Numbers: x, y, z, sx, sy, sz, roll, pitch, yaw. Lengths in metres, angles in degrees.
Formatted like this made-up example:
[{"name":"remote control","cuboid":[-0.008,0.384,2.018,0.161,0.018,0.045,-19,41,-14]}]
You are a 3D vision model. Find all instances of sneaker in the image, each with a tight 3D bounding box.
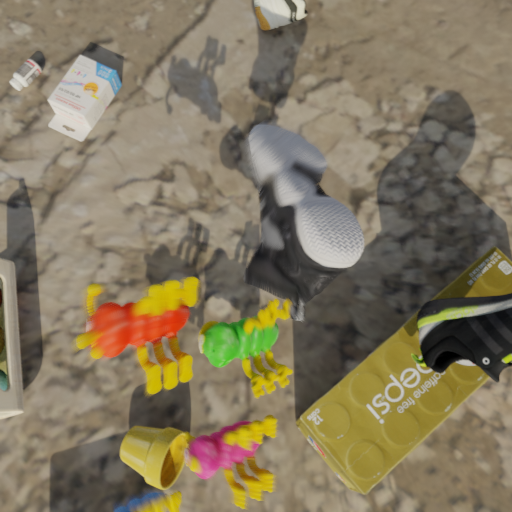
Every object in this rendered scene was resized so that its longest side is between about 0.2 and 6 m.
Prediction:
[{"name":"sneaker","cuboid":[3.296,1.112,7.238,0.948,2.643,1.095,27,62,-38]},{"name":"sneaker","cuboid":[0.275,-0.432,6.567,0.935,1.411,2.479,6,41,-28]},{"name":"sneaker","cuboid":[0.513,-5.941,11.629,1.140,0.983,2.600,-7,81,11]}]

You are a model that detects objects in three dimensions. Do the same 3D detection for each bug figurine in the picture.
[{"name":"bug figurine","cuboid":[-0.839,1.862,6.610,2.844,0.944,3.668,-5,107,-41]}]

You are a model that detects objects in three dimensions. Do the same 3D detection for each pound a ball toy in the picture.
[{"name":"pound a ball toy","cuboid":[-4.826,1.279,9.266,1.916,1.248,2.938,-19,70,20]}]

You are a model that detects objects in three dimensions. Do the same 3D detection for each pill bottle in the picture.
[{"name":"pill bottle","cuboid":[-4.626,-3.608,11.211,0.337,0.337,0.609,33,74,11]}]

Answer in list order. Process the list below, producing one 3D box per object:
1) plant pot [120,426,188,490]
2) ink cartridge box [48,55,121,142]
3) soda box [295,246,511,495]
[{"name":"plant pot","cuboid":[-1.620,3.056,8.720,0.831,0.883,0.883,13,71,20]},{"name":"ink cartridge box","cuboid":[-3.412,-3.077,10.943,0.854,0.504,1.484,25,73,8]},{"name":"soda box","cuboid":[2.630,1.784,8.848,4.180,1.338,1.416,-38,74,-11]}]
